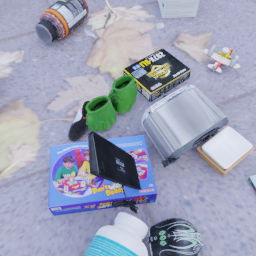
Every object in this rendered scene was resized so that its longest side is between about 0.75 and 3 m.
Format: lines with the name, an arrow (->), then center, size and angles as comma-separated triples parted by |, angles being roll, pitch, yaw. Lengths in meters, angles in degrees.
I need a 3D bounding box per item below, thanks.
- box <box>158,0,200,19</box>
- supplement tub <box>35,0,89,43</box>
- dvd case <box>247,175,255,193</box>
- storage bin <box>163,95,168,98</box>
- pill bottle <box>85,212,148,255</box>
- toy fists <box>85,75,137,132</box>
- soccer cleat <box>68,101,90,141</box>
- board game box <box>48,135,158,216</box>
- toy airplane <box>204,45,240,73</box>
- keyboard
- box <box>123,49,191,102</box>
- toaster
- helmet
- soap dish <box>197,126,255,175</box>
box -> 2.414, -6.335, 13.618 | 1.734, 1.133, 1.725 | -4, 54, -3
supplement tub -> -2.949, -4.818, 12.395 | 1.360, 1.360, 2.542 | 25, 58, 17
dvd case -> 4.514, 2.061, 8.095 | 1.329, 0.200, 1.820 | -12, 56, -9
storage bin -> 1.757, -0.792, 10.000 | 1.024, 0.480, 0.693 | -5, 54, -2
pill bottle -> -0.411, 3.268, 6.481 | 1.365, 1.365, 2.465 | 22, 58, 15
toy fists -> -0.539, -0.796, 9.592 | 0.796, 1.180, 2.314 | 27, 57, 31
soccer cleat -> -1.623, -0.214, 9.642 | 0.516, 0.554, 1.513 | 26, 72, -14
board game box -> -0.784, 1.341, 8.321 | 2.957, 0.662, 1.988 | -6, 54, -4
toy airplane -> 3.761, -2.813, 11.231 | 1.225, 0.865, 1.220 | -3, 55, -3
keyboard -> -0.223, 1.165, 6.559 | 0.267, 2.592, 1.647 | -19, 65, 16
box -> 1.124, -2.126, 10.955 | 2.101, 0.518, 1.678 | -32, 58, -21
toaster -> 1.593, -0.101, 8.670 | 2.640, 1.500, 1.705 | -32, 76, -15
helmet -> 1.219, 2.846, 6.968 | 1.221, 1.281, 1.281 | -11, 53, 13
soap dish -> 3.049, 0.716, 8.832 | 1.443, 0.586, 1.135 | -33, 60, -21
